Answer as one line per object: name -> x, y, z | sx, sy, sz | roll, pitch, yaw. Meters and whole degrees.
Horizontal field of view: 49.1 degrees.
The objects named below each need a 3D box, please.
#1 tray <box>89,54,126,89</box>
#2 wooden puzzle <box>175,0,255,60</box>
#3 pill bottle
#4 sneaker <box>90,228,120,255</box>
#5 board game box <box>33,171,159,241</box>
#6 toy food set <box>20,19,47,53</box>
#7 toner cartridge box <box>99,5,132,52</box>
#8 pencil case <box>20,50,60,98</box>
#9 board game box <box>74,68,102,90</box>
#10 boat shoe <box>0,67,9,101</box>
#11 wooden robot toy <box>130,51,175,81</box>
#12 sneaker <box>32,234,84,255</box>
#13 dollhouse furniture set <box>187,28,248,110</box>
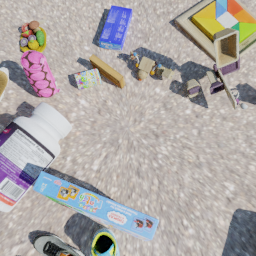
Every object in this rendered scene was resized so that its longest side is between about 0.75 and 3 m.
tray -> -0.693, -1.898, 9.476 | 1.356, 0.669, 0.251 | 39, 81, 15
wooden puzzle -> 3.571, -3.874, 10.387 | 2.602, 0.524, 2.813 | -37, 72, -14
pill bottle -> -2.965, 0.707, 7.879 | 1.617, 1.617, 2.902 | 34, 72, 13
sneaker -> -0.469, 3.505, 6.883 | 0.811, 1.332, 2.040 | -18, 69, -8
board game box -> -0.724, 2.049, 7.044 | 2.845, 2.152, 0.520 | 20, 69, 8
toy food set -> -3.513, -3.452, 10.204 | 0.961, 0.533, 1.633 | -7, 68, -3
toner cartridge box -> -0.432, -3.712, 10.394 | 0.839, 0.381, 1.766 | 13, 68, 6
pencil case -> -2.605, -1.588, 8.458 | 0.773, 1.650, 0.749 | 15, 68, 8
board game box -> -1.355, -1.662, 9.527 | 0.804, 0.414, 0.422 | -17, 68, -7
boat shoe -> -4.211, -1.018, 8.661 | 0.704, 0.689, 1.987 | 35, 111, -22
wooden robot toy -> 0.675, -1.967, 9.662 | 1.766, 0.778, 0.801 | 29, 106, 11
sneaker -> -1.828, 3.251, 7.387 | 1.534, 0.608, 0.567 | 22, 71, 10
dollhouse furniture set -> 2.593, -1.393, 7.959 | 1.826, 2.304, 1.635 | -21, 62, 12
